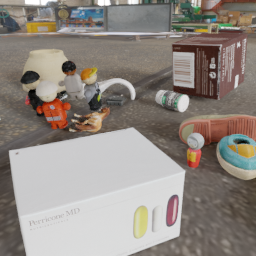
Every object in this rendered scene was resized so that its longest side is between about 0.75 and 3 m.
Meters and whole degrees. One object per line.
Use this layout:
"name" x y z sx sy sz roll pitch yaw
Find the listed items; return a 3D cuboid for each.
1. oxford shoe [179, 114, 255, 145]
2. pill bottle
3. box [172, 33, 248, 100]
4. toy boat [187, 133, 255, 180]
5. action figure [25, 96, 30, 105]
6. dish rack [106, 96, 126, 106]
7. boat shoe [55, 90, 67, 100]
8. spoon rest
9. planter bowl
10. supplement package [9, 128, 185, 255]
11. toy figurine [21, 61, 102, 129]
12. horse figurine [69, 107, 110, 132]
"oxford shoe" 3.060 -0.058 8.647 2.923 1.035 1.079 4 22 8
"pill bottle" 1.788 -1.132 11.454 0.707 0.707 1.250 -21 31 -39
"box" 3.750 -2.959 12.897 2.343 2.368 2.854 15 33 39
"toy boat" 2.521 0.606 7.222 2.006 0.932 1.686 2 24 4
"action figure" -4.273 -1.271 12.333 0.384 0.303 1.173 1 26 -5
"dish rack" -0.479 -1.236 12.225 0.745 0.265 0.971 6 27 12
"boat shoe" -3.108 -1.440 12.658 0.366 0.302 1.065 8 25 17
"spoon rest" -1.123 -1.825 12.835 2.909 0.882 1.445 3 23 6
"planter bowl" -4.066 -3.016 14.352 2.739 1.843 2.739 1 24 0
"supplement package" -0.640 1.202 5.197 2.637 1.462 2.054 -11 26 -22
"toy figurine" -2.382 -1.392 10.237 2.465 1.742 2.504 -28 34 -24
"horse figurine" -1.317 -0.249 9.735 1.239 0.467 1.870 2 22 2
